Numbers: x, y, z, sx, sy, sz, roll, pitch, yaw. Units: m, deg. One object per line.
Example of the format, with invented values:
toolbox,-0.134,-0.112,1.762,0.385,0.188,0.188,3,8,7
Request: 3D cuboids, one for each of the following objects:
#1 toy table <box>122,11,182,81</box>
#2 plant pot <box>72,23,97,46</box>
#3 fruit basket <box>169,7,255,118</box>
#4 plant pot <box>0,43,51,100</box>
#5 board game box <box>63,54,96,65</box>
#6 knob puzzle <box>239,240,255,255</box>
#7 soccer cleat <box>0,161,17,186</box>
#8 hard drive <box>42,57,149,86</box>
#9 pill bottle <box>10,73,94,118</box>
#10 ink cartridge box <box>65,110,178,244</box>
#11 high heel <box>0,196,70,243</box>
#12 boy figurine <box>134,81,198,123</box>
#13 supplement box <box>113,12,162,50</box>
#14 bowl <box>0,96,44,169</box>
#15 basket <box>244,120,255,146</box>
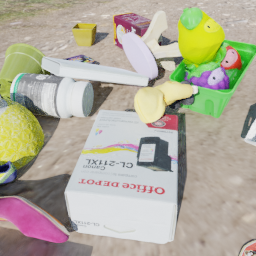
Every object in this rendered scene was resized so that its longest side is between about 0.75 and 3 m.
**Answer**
toy table,0.909,-2.845,10.222,1.476,2.317,2.520,-27,51,-8
plant pot,-2.030,-4.413,13.321,0.977,0.861,0.977,5,36,7
fruit basket,2.448,-2.107,8.202,2.109,2.923,2.923,21,40,27
plant pot,-3.523,-1.668,9.156,1.581,1.581,1.501,5,49,6
board game box,-2.038,-2.537,11.148,1.171,0.332,0.968,-26,44,-31
knob puzzle,2.247,2.214,4.667,0.871,0.121,0.871,0,36,0
soccer cleat,-3.057,1.072,5.867,1.387,0.580,0.448,-19,40,-25
hard drive,-1.060,-1.803,8.998,2.910,0.382,1.919,2,17,-32
pill bottle,-2.158,-0.920,8.138,2.115,1.196,1.196,8,36,10
ink cartridge box,0.062,0.805,5.797,1.915,1.088,2.628,5,36,6
high heel,-2.398,1.726,4.929,2.691,0.906,1.291,23,64,12
boy figurine,0.903,-0.693,6.612,1.470,0.762,2.365,-15,6,29
supplement box,0.367,-4.119,12.445,1.076,1.386,2.511,-19,39,-24
bowl,-3.446,-0.082,6.830,2.528,1.360,2.528,0,35,0
basket,3.304,0.075,6.188,0.822,1.014,1.023,29,4,5
